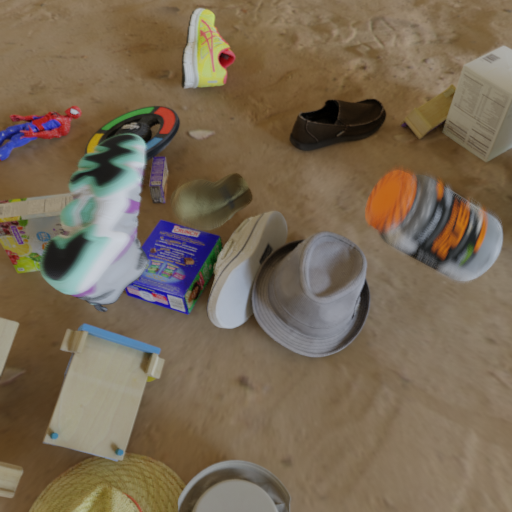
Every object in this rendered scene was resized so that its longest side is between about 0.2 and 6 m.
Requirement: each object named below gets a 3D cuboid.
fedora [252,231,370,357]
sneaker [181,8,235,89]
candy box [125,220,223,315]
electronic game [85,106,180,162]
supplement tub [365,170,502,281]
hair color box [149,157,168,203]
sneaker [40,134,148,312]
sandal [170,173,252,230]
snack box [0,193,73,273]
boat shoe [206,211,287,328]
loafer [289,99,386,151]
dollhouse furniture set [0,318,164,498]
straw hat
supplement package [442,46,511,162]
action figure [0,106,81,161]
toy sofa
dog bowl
[{"bbox_3d":[1.127,0.455,9.750,2.113,1.079,2.390,37,53,9],"label":"fedora"},{"bbox_3d":[-1.214,-5.465,14.965,1.333,1.154,2.952,5,58,-3],"label":"sneaker"},{"bbox_3d":[-1.539,0.177,10.531,1.334,0.608,1.577,15,53,17],"label":"candy box"},{"bbox_3d":[-2.804,-2.700,12.657,2.275,0.473,2.275,-13,42,11],"label":"electronic game"},{"bbox_3d":[2.899,-0.513,9.237,2.060,1.262,1.262,25,47,-21],"label":"supplement tub"},{"bbox_3d":[-2.095,-1.643,12.099,0.306,0.516,0.945,0,51,0],"label":"hair color box"},{"bbox_3d":[-2.302,-0.443,9.289,1.095,1.970,2.816,12,68,24],"label":"sneaker"},{"bbox_3d":[-0.854,-0.995,10.495,0.622,0.926,2.305,-22,6,32],"label":"sandal"},{"bbox_3d":[-3.780,-0.426,10.464,1.772,1.494,0.600,-9,53,-6],"label":"snack box"},{"bbox_3d":[-0.325,0.193,10.356,0.907,0.993,2.760,-5,45,36],"label":"boat shoe"},{"bbox_3d":[2.000,-3.214,13.134,2.540,0.906,0.927,-23,54,-18],"label":"loafer"},{"bbox_3d":[-3.131,2.455,8.646,2.797,1.825,2.640,21,67,-21],"label":"dollhouse furniture set"},{"bbox_3d":[-2.071,3.726,7.272,2.788,1.180,2.788,0,51,1],"label":"straw hat"},{"bbox_3d":[5.413,-3.432,12.703,1.399,1.844,1.389,-29,56,-22],"label":"supplement package"},{"bbox_3d":[-5.372,-2.899,13.078,2.763,0.714,0.904,-29,54,-25],"label":"action figure"},{"bbox_3d":[4.303,-3.441,13.593,1.554,0.758,0.644,-35,83,-25],"label":"toy sofa"},{"bbox_3d":[-0.291,3.712,7.622,1.691,0.496,1.691,4,50,-4],"label":"dog bowl"}]
